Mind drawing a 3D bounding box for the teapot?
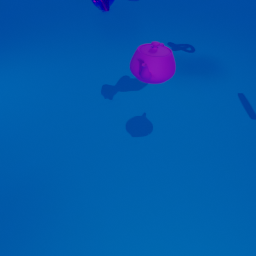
[{"bbox_3d":[0.421,-1.133,4.753,0.799,0.629,1.285,15,39,13],"label":"teapot"}]

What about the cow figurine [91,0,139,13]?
[{"bbox_3d":[-0.015,-2.721,5.203,1.444,0.792,1.421,-11,19,36],"label":"cow figurine"}]
